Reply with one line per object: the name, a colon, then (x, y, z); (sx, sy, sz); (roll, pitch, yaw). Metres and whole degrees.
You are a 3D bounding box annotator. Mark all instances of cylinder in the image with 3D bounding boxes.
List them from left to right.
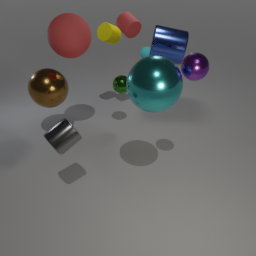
cylinder: (-1.664, 0.223, 7.162); (0.700, 0.700, 0.700); (-41, 45, -12)
cylinder: (-0.732, -3.684, 10.945); (0.700, 0.700, 0.700); (19, 13, 27)
cylinder: (0.026, -3.826, 10.408); (0.700, 0.700, 0.700); (-21, 58, -29)
cylinder: (1.702, -3.504, 11.854); (1.400, 1.400, 1.400); (12, 33, 0)

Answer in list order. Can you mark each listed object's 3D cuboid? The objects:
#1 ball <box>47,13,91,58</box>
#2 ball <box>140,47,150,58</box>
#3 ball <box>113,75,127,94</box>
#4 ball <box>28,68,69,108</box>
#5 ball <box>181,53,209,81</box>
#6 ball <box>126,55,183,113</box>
ball: (-1.892, -2.976, 9.077); (1.400, 1.400, 1.400); (0, 32, 0)
ball: (0.963, -3.766, 14.212); (0.700, 0.700, 0.700); (0, 32, 0)
ball: (-0.238, -1.660, 10.698); (0.700, 0.700, 0.700); (0, 32, 0)
ball: (-2.836, -1.424, 9.999); (1.400, 1.400, 1.400); (0, 32, 0)
ball: (1.689, -1.539, 7.054); (0.700, 0.700, 0.700); (0, 32, 0)
ball: (0.657, -1.082, 6.965); (1.400, 1.400, 1.400); (0, 32, 0)
